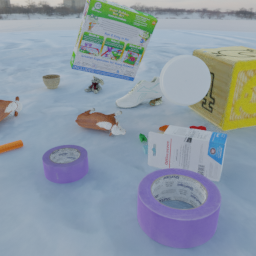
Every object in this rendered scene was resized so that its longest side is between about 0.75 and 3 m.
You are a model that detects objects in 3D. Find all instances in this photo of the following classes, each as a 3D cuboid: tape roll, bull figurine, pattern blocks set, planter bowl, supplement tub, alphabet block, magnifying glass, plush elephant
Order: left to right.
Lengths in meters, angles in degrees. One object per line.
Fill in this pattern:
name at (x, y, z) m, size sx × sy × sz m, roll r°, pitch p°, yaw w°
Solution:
magnifying glass at (-4.638, 0.811, 9.224) m, size 2.290 × 0.256 × 0.911 m, roll -16°, pitch 29°, yaw -33°
bull figurine at (-5.638, -0.653, 11.654) m, size 1.630 × 0.875 × 2.686 m, roll 1°, pitch 23°, yaw 9°
planter bowl at (-4.377, -2.634, 16.112) m, size 1.012 × 0.681 × 1.012 m, roll -1°, pitch 25°, yaw 0°
tape roll at (-1.845, 1.043, 8.340) m, size 1.319 × 0.560 × 1.319 m, roll 0°, pitch 26°, yaw 0°
plush elephant at (-1.801, -2.437, 15.526) m, size 0.861 × 0.809 × 1.045 m, roll 17°, pitch 30°, yaw 33°
bull figurine at (-0.977, -0.277, 11.041) m, size 2.169 × 0.706 × 1.317 m, roll 12°, pitch 24°, yaw 19°
pattern blocks set at (1.731, 0.451, 10.010) m, size 2.642 × 0.214 × 2.322 m, roll -1°, pitch 25°, yaw -1°
tape roll at (1.149, 1.766, 6.507) m, size 1.876 × 0.797 × 1.876 m, roll 1°, pitch 26°, yaw 0°
supplement tub at (1.841, -1.576, 9.275) m, size 1.582 × 1.582 × 2.254 m, roll 3°, pitch 11°, yaw 6°
alphabet block at (4.462, -1.812, 11.849) m, size 2.780 × 2.795 × 2.847 m, roll -10°, pitch 27°, yaw -17°

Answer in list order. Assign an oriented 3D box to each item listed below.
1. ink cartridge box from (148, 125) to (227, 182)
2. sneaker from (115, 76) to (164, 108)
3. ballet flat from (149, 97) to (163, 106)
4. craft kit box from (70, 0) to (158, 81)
ink cartridge box at (1.720, 0.673, 8.317) m, size 2.152 × 1.248 × 0.730 m, roll 10°, pitch 27°, yaw 21°
sneaker at (0.536, -1.754, 13.521) m, size 2.593 × 1.039 × 0.912 m, roll -22°, pitch 29°, yaw -11°
ballet flat at (1.454, -1.316, 13.730) m, size 0.389 × 0.365 × 1.075 m, roll 36°, pitch 37°, yaw 21°
craft kit box at (-0.636, -3.595, 11.697) m, size 2.951 × 2.914 × 0.716 m, roll 7°, pitch 37°, yaw -27°
